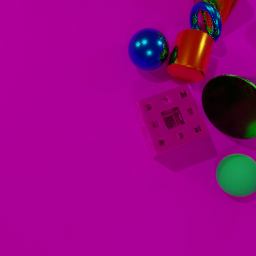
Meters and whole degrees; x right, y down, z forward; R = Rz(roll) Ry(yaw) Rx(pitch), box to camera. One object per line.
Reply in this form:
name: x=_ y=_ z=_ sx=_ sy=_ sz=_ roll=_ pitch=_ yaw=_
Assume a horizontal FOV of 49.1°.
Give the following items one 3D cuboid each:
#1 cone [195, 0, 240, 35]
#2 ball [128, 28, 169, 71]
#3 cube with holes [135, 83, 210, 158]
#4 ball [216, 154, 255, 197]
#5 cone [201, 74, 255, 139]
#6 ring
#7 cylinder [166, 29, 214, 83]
cone: x=2.251 y=-2.960 z=7.204 sx=1.546 sy=1.546 sz=1.551 roll=3 pitch=106 yaw=0
ball: x=0.502 y=-1.925 z=6.877 sx=1.022 sy=1.022 sz=1.022 roll=0 pitch=79 yaw=0
cube with holes: x=0.941 y=-0.105 z=6.440 sx=1.192 sy=1.192 sz=1.192 roll=-20 pitch=80 yaw=-4
ball: x=2.472 y=1.055 z=6.283 sx=0.942 sy=0.942 sz=0.942 roll=0 pitch=79 yaw=0
cone: x=2.918 y=-0.847 z=6.680 sx=1.642 sy=1.636 sz=1.636 roll=-35 pitch=81 yaw=-29
ring: x=1.917 y=-2.606 z=6.970 sx=0.217 sy=1.085 sz=1.085 roll=-27 pitch=80 yaw=-16
cylinder: x=1.523 y=-1.742 z=6.861 sx=0.959 sy=0.959 sz=0.959 roll=17 pitch=80 yaw=3
